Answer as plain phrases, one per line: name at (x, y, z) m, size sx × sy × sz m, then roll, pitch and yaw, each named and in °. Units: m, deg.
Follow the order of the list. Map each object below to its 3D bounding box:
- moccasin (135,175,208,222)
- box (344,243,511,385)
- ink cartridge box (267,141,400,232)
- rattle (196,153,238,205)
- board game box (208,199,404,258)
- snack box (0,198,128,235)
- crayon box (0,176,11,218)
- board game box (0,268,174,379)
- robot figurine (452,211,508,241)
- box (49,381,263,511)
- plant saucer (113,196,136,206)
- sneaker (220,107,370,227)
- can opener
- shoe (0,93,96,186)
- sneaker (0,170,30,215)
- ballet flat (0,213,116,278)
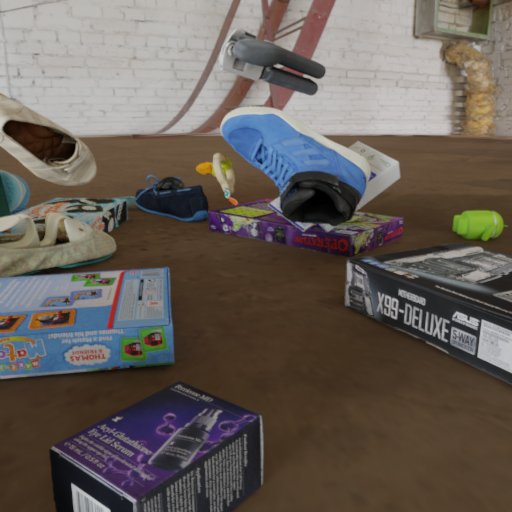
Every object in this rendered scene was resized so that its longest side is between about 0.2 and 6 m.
moccasin at (-1.833, -1.370, 12.522) m, size 2.509 × 0.856 × 1.010 m, roll 14°, pitch 21°, yaw 42°
box at (2.523, 0.486, 6.095) m, size 1.992 × 0.628 × 2.526 m, roll -8°, pitch 16°, yaw -28°
ink cartridge box at (1.311, -1.088, 9.420) m, size 2.082 × 0.408 × 1.035 m, roll -35°, pitch 46°, yaw -13°
rattle at (-0.723, -1.278, 9.939) m, size 0.698 × 0.977 × 0.636 m, roll -11°, pitch -15°, yaw 6°
board game box at (0.884, -0.599, 10.545) m, size 3.184 × 0.514 × 1.911 m, roll 12°, pitch 24°, yaw 38°
snack box at (-3.582, -0.651, 10.568) m, size 1.555 × 0.497 × 2.677 m, roll 1°, pitch 15°, yaw 4°
crayon box at (-4.517, -0.636, 8.030) m, size 0.660 × 1.347 × 2.267 m, roll 3°, pitch 29°, yaw 9°
board game box at (-2.172, 0.642, 5.848) m, size 2.555 × 0.467 × 1.932 m, roll -2°, pitch 15°, yaw -9°
robot figurine at (4.084, -0.567, 10.239) m, size 0.894 × 0.517 × 0.785 m, roll -1°, pitch 15°, yaw -3°
box at (-0.560, 1.279, 3.383) m, size 0.768 × 0.541 × 1.038 m, roll 11°, pitch 19°, yaw 36°
plant saucer at (-3.583, -1.264, 13.514) m, size 1.678 × 0.159 × 0.586 m, roll -13°, pitch 20°, yaw -42°
sneaker at (0.462, -1.299, 8.491) m, size 2.473 × 0.949 × 1.376 m, roll 26°, pitch 50°, yaw -2°
can opener at (0.343, -2.557, 7.670) m, size 2.037 × 0.543 × 0.681 m, roll -2°, pitch 34°, yaw -48°
shoe at (-3.130, -1.578, 8.368) m, size 0.639 × 0.837 × 2.394 m, roll 28°, pitch -3°, yaw 26°
sneaker at (-5.236, -0.806, 10.094) m, size 2.462 × 0.979 × 1.608 m, roll -18°, pitch 8°, yaw -3°
ballet flat at (-3.086, -0.211, 8.141) m, size 0.926 × 0.856 × 2.744 m, roll 18°, pitch 21°, yaw 29°
